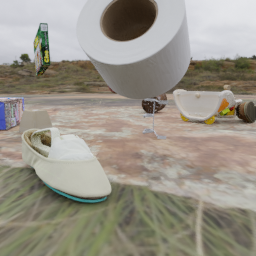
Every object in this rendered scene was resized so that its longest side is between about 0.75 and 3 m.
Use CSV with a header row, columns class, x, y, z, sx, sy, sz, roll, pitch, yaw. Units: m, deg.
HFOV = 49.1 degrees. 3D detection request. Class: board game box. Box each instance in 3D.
class,x,y,z,sx,sy,sz,roll,pitch,yaw
board game box,-3.528,-3.067,11.370,0.339,1.512,2.886,-3,2,-23
board game box,-5.632,-0.636,11.778,1.868,1.134,2.342,-1,10,-4

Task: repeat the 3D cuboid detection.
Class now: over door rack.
class,x,y,z,sx,sy,sz,roll,pitch,yaw
over door rack,0.861,-0.388,9.793,0.579,1.284,1.738,0,8,-11

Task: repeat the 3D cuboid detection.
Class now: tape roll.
class,x,y,z,sx,sy,sz,roll,pitch,yaw
tape roll,0.249,-2.360,7.471,2.734,2.734,1.877,3,-19,19

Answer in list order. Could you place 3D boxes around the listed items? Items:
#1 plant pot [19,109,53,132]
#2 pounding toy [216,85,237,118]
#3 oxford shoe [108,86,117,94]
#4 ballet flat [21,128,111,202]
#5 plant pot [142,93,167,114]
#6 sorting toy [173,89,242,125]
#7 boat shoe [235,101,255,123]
class,x,y,z,sx,sy,sz,roll,pitch,yaw
plant pot,-3.500,-0.279,10.615,0.919,0.814,0.918,5,10,30
pounding toy,5.450,-1.460,15.153,1.508,1.717,0.786,-3,10,-19
oxford shoe,-0.317,-1.844,9.082,0.736,2.088,0.781,3,-33,0
ballet flat,-1.295,0.496,5.184,1.005,1.005,2.894,-7,12,-39
plant pot,1.557,-1.623,17.382,1.540,1.540,1.524,3,16,16
sorting toy,4.032,-1.154,13.366,2.509,1.489,2.787,-12,14,-35
boat shoe,5.637,-0.729,13.471,0.917,0.970,2.696,2,-2,34
